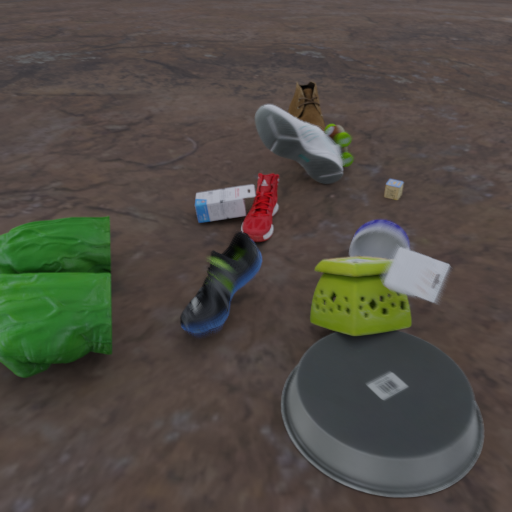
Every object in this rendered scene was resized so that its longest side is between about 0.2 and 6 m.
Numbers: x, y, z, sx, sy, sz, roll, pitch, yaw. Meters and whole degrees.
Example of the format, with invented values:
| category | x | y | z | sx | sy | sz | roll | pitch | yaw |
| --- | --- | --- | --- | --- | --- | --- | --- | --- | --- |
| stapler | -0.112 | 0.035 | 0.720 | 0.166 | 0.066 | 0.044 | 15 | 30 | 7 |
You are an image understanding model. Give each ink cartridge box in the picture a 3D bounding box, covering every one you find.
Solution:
| category | x | y | z | sx | sy | sz | roll | pitch | yaw |
| --- | --- | --- | --- | --- | --- | --- | --- | --- | --- |
| ink cartridge box | 2.225 | 0.272 | 7.787 | 0.734 | 0.184 | 0.595 | 22 | 80 | 24 |
| ink cartridge box | -0.630 | -1.118 | 11.958 | 1.276 | 0.426 | 0.739 | -8 | 28 | 1 |

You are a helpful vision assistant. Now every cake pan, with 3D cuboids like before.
| category | x | y | z | sx | sy | sz | roll | pitch | yaw |
| --- | --- | --- | --- | --- | --- | --- | --- | --- | --- |
| cake pan | 1.693 | 1.903 | 7.556 | 2.698 | 0.495 | 2.698 | 0 | 34 | 0 |

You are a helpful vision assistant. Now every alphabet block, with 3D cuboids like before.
| category | x | y | z | sx | sy | sz | roll | pitch | yaw |
| --- | --- | --- | --- | --- | --- | --- | --- | --- | --- |
| alphabet block | 3.157 | -1.521 | 12.851 | 0.334 | 0.340 | 0.332 | 18 | 37 | 24 |

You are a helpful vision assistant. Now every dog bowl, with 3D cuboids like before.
| category | x | y | z | sx | sy | sz | roll | pitch | yaw |
| --- | --- | --- | --- | --- | --- | --- | --- | --- | --- |
| dog bowl | 2.186 | -0.108 | 9.913 | 1.021 | 1.021 | 0.402 | 9 | 30 | 14 |

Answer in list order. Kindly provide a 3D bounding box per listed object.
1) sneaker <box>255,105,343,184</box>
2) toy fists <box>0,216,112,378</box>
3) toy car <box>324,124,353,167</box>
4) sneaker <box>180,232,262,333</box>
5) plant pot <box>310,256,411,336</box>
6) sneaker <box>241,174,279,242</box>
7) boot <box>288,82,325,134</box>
| category | x | y | z | sx | sy | sz | roll | pitch | yaw |
| --- | --- | --- | --- | --- | --- | --- | --- | --- | --- |
| sneaker | 0.997 | -2.710 | 13.063 | 2.547 | 0.896 | 1.021 | 33 | 44 | -27 |
| toy fists | -3.309 | 0.492 | 9.046 | 1.895 | 1.279 | 3.718 | -1 | 31 | -14 |
| toy car | 1.635 | -2.672 | 14.082 | 1.272 | 1.004 | 1.045 | -15 | 29 | -6 |
| sneaker | -0.628 | 0.393 | 9.002 | 0.724 | 0.846 | 2.041 | 10 | 48 | 33 |
| plant pot | 1.581 | 0.561 | 8.595 | 1.151 | 1.049 | 1.156 | -5 | 5 | -29 |
| sneaker | 0.075 | -1.110 | 11.594 | 0.703 | 1.037 | 1.795 | 4 | 34 | 6 |
| boot | 1.345 | -3.942 | 15.581 | 1.237 | 1.268 | 3.360 | 1 | 32 | -2 |
